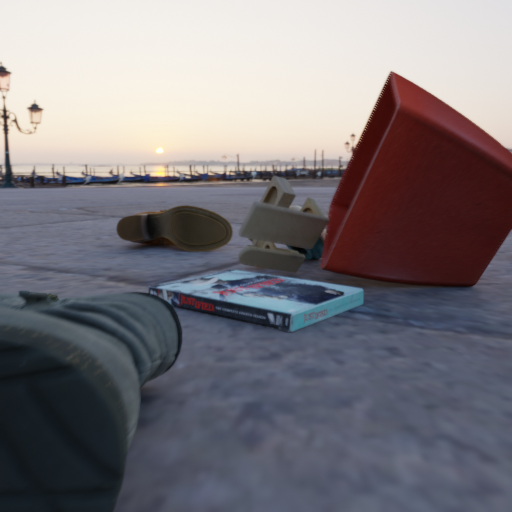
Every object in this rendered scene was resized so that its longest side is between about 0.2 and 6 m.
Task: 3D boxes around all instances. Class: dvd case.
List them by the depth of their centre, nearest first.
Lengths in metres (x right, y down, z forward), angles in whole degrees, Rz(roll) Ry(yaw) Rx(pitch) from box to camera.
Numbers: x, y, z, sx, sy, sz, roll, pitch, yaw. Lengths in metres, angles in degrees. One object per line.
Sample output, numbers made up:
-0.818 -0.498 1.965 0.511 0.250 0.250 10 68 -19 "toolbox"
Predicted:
-0.012 0.401 5.688 1.795 0.198 1.311 6 10 38 "dvd case"

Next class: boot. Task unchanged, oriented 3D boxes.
-2.022 0.558 2.555 3.286 1.113 2.147 6 2 -6 "boot"
-1.322 -0.474 10.183 2.076 0.796 1.612 -4 3 10 "boot"

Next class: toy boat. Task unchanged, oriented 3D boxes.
0.851 -0.227 8.188 1.352 0.628 1.137 14 -23 38 "toy boat"

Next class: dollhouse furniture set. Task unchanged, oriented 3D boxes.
0.010 -0.472 7.386 1.054 1.231 1.294 9 36 -30 "dollhouse furniture set"

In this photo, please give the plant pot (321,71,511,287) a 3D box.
2.032 -0.773 6.748 1.785 2.023 2.025 21 30 -1 "plant pot"
